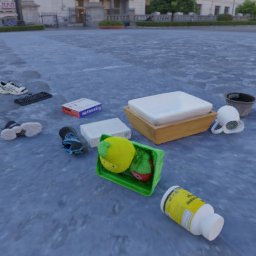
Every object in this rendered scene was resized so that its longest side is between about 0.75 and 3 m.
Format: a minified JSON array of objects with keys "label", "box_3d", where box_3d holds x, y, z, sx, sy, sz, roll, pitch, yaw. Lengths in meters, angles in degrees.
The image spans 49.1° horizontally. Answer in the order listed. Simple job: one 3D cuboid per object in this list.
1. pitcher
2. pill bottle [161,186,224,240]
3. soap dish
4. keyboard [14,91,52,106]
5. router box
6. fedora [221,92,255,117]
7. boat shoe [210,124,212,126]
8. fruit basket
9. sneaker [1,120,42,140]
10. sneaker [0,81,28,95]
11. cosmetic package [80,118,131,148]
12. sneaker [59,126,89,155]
[{"label":"pitcher","box_3d":[3.940,-0.290,11.423,1.224,0.865,1.426,-16,26,15]},{"label":"pill bottle","box_3d":[1.478,1.966,6.505,0.755,0.755,1.342,-20,32,-36]},{"label":"soap dish","box_3d":[1.644,-0.470,11.194,2.988,1.213,2.351,-13,28,-26]},{"label":"keyboard","box_3d":[-5.087,-1.629,14.860,1.121,0.240,1.867,18,30,34]},{"label":"router box","box_3d":[-2.192,-0.972,13.295,1.262,0.343,1.406,21,32,37]},{"label":"fedora","box_3d":[5.089,-1.044,12.864,1.650,0.843,1.866,8,23,14]},{"label":"boat shoe","box_3d":[3.352,-0.417,11.910,0.461,0.520,1.392,0,19,-6]},{"label":"fruit basket","box_3d":[-0.140,0.922,7.770,2.133,1.538,2.133,8,12,-2]},{"label":"sneaker","box_3d":[-4.207,-0.025,10.982,1.514,0.571,0.861,-14,31,-23]},{"label":"sneaker","box_3d":[-6.458,-2.264,15.662,1.609,0.705,0.608,2,23,0]},{"label":"cosmetic package","box_3d":[-0.870,0.142,10.738,1.617,0.418,1.219,-12,32,-23]},{"label":"sneaker","box_3d":[-2.110,0.416,9.989,0.701,0.627,1.712,-19,31,-34]}]
